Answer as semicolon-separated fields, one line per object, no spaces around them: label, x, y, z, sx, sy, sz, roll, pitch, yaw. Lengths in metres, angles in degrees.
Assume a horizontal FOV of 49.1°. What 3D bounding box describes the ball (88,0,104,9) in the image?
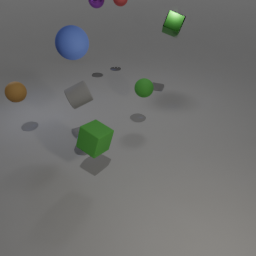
ball;-1.371;-5.555;12.125;0.700;0.700;0.700;0;32;0

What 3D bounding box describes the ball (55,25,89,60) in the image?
ball;-1.170;-1.781;5.862;0.700;0.700;0.700;0;32;0

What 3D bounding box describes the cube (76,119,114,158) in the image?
cube;-0.930;0.293;7.877;0.700;0.700;0.700;31;33;22

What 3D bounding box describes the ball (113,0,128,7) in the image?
ball;-0.356;-6.062;13.092;0.700;0.700;0.700;0;32;0

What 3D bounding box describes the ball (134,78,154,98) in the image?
ball;0.584;-1.460;10.223;0.700;0.700;0.700;0;32;0

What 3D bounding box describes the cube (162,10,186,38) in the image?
cube;1.843;-4.208;11.388;0.700;0.700;0.700;23;1;3

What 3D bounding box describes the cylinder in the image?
cylinder;-1.578;-1.065;9.019;0.700;0.700;0.700;-27;35;0

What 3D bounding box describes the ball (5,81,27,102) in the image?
ball;-3.781;-1.213;9.439;0.700;0.700;0.700;0;32;0
